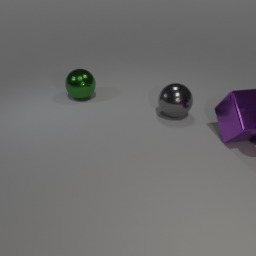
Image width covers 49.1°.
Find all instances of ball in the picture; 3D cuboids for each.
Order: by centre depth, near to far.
[{"bbox_3d":[1.922,-1.115,11.353,1.400,1.400,1.400,0,30,0],"label":"ball"},{"bbox_3d":[-2.188,-2.029,12.927,1.400,1.400,1.400,0,30,0],"label":"ball"}]

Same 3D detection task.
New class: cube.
[{"bbox_3d":[4.022,-0.395,9.563,1.400,1.400,1.400,-6,71,-9],"label":"cube"}]
